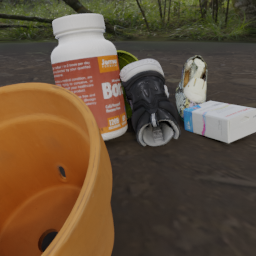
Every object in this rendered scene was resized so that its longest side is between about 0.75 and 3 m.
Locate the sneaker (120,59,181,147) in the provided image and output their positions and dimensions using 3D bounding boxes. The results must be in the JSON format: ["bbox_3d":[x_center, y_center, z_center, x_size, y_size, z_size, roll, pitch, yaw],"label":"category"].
[{"bbox_3d":[0.574,-0.329,6.878,1.128,1.702,2.990,-15,-16,7],"label":"sneaker"}]

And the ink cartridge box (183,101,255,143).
[{"bbox_3d":[2.259,-0.195,6.937,1.050,0.615,1.453,-18,20,-27],"label":"ink cartridge box"}]

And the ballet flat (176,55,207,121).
[{"bbox_3d":[1.929,-1.297,8.234,0.915,0.915,2.544,4,50,12],"label":"ballet flat"}]

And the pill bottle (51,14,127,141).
[{"bbox_3d":[-0.911,-1.102,6.428,1.499,2.672,1.499,-8,13,2],"label":"pill bottle"}]

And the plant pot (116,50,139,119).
[{"bbox_3d":[-0.743,-1.258,8.624,1.962,1.962,1.889,-15,13,-34],"label":"plant pot"}]

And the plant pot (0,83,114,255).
[{"bbox_3d":[-0.982,0.795,2.506,2.045,1.432,2.045,-11,47,12],"label":"plant pot"}]
